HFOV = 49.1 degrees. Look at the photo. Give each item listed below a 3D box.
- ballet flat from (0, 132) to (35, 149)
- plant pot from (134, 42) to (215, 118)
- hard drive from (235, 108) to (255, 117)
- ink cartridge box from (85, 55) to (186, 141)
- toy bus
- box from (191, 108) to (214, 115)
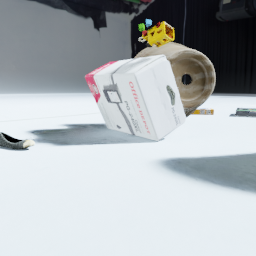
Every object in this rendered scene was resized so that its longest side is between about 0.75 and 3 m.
[{"bbox_3d":[-2.703,0.306,6.657,1.180,0.335,0.392,4,10,27],"label":"ballet flat"},{"bbox_3d":[1.538,-1.561,9.409,2.987,2.987,2.592,-1,6,-7],"label":"plant pot"},{"bbox_3d":[5.906,-0.772,13.678,1.165,0.315,1.667,4,9,23],"label":"hard drive"},{"bbox_3d":[0.133,-0.904,8.252,1.147,1.997,2.750,-33,24,-26],"label":"ink cartridge box"},{"bbox_3d":[0.727,-2.313,7.242,0.895,0.490,0.948,0,-16,1],"label":"toy bus"},{"bbox_3d":[3.548,-0.870,14.360,1.528,0.317,0.910,3,9,4],"label":"box"}]
